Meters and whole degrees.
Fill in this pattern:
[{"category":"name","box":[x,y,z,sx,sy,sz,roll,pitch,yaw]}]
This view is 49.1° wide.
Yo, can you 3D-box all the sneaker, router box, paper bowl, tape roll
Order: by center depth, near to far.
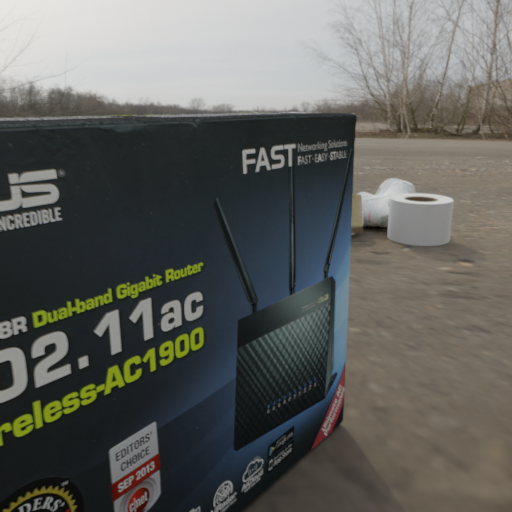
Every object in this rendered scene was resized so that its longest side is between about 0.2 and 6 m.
[{"category":"router box","box":[-0.688,0.479,3.727,1.153,2.782,3.713,10,19,36]},{"category":"tape roll","box":[3.509,-0.794,12.028,1.320,0.906,1.320,0,15,0]},{"category":"paper bowl","box":[1.891,-0.732,12.493,0.997,0.518,0.997,-3,12,1]},{"category":"sneaker","box":[3.387,-1.148,13.590,1.290,1.012,2.596,20,33,35]}]

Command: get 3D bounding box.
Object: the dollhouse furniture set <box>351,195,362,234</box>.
[{"category":"dollhouse furniture set","box":[1.591,-0.680,11.606,1.172,0.955,1.114,-1,51,9]}]
